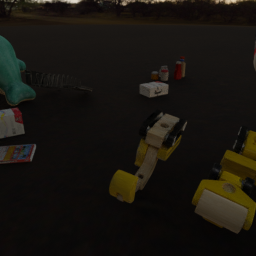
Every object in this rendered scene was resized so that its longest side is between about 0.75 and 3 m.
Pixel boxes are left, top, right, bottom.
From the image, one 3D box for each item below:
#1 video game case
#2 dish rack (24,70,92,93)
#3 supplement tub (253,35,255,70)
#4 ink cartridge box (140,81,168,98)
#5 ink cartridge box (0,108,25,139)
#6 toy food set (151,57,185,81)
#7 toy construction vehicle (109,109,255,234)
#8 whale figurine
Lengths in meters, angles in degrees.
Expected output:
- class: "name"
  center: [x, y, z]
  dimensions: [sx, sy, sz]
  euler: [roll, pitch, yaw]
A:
- class: "video game case"
  center: [-2.676, 0.597, 6.417]
  dimensions: [0.998, 0.087, 0.714]
  euler: [-4, 24, -7]
- class: "dish rack"
  center: [-2.446, -1.666, 10.264]
  dimensions: [2.180, 0.595, 1.672]
  euler: [8, 6, 16]
- class: "supplement tub"
  center: [3.329, -2.192, 5.209]
  dimensions: [1.722, 2.454, 1.722]
  euler: [9, -12, 2]
- class: "ink cartridge box"
  center: [0.979, -1.476, 10.652]
  dimensions: [0.904, 0.375, 0.664]
  euler: [-15, 28, -29]
- class: "ink cartridge box"
  center: [-3.244, -0.126, 7.392]
  dimensions: [0.817, 0.594, 0.591]
  euler: [-13, 27, -28]
- class: "toy food set"
  center: [1.985, -2.721, 12.829]
  dimensions: [1.892, 0.851, 0.903]
  euler: [-12, 27, -25]
- class: "toy construction vehicle"
  center: [1.331, 0.744, 5.289]
  dimensions: [2.535, 1.025, 2.912]
  euler: [21, 33, 17]
- class: "whale figurine"
  center: [-4.430, -2.119, 9.689]
  dimensions: [2.948, 1.530, 2.345]
  euler: [45, 37, 10]
